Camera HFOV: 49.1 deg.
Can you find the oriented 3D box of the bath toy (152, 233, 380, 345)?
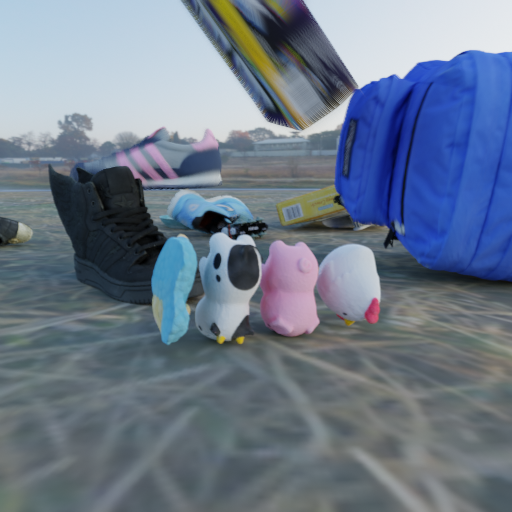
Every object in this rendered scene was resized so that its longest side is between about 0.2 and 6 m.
[{"bbox_3d":[0.186,0.322,4.454,1.933,0.841,0.715,0,41,-24],"label":"bath toy"}]

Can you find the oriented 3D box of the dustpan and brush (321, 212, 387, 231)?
[{"bbox_3d":[2.747,-0.861,13.345,1.502,0.616,2.151,-10,6,42],"label":"dustpan and brush"}]

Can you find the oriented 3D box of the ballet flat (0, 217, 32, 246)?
[{"bbox_3d":[-5.067,-0.288,9.574,2.377,0.675,0.790,-3,-28,-37],"label":"ballet flat"}]

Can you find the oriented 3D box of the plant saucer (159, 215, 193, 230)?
[{"bbox_3d":[-1.368,-0.856,13.894,2.041,0.280,2.041,0,8,0],"label":"plant saucer"}]

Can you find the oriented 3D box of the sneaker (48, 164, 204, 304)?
[{"bbox_3d":[-1.590,-0.358,6.431,0.832,1.446,2.772,-8,11,-40],"label":"sneaker"}]

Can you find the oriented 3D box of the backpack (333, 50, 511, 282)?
[{"bbox_3d":[2.610,-1.127,7.264,2.974,2.880,3.545,2,17,0],"label":"backpack"}]

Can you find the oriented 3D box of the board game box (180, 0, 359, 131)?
[{"bbox_3d":[-0.209,-2.636,5.882,0.752,2.653,2.193,-37,18,5],"label":"board game box"}]

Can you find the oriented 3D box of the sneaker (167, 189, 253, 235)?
[{"bbox_3d":[-0.825,-0.724,11.916,2.248,0.881,1.011,1,34,-50],"label":"sneaker"}]

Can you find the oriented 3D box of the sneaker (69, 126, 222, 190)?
[{"bbox_3d":[-2.282,-2.024,11.643,3.129,1.283,1.098,-1,5,-5],"label":"sneaker"}]

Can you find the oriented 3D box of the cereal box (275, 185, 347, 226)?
[{"bbox_3d":[2.044,-1.359,13.741,2.285,0.628,3.175,-16,1,21],"label":"cereal box"}]

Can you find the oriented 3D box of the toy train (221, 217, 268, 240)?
[{"bbox_3d":[-0.226,-0.513,11.216,0.584,0.437,1.025,-9,2,42],"label":"toy train"}]
